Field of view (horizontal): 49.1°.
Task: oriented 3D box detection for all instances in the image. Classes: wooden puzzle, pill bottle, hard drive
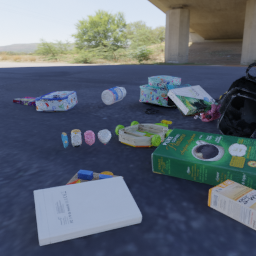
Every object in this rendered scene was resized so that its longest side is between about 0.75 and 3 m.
[{"bbox_3d":[-0.822,1.236,6.315,1.152,0.288,1.244,5,17,16],"label":"wooden puzzle"},{"bbox_3d":[-0.706,-1.765,14.938,0.783,0.783,1.396,10,23,30],"label":"pill bottle"},{"bbox_3d":[-0.780,1.459,5.215,1.771,0.236,1.168,-6,31,-20],"label":"hard drive"}]

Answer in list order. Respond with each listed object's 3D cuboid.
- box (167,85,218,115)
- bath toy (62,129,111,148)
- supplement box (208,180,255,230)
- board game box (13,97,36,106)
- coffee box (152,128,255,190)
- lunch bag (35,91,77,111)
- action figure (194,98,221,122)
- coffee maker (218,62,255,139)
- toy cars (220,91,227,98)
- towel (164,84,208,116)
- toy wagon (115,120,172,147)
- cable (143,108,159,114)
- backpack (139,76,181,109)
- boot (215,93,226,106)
[{"bbox_3d":[3.020,-1.335,13.037,2.013,0.366,1.453,-14,53,-33],"label":"box"},{"bbox_3d":[-1.268,0.321,8.682,1.493,0.552,0.649,-4,55,-6],"label":"bath toy"},{"bbox_3d":[2.203,1.441,5.384,0.690,0.403,1.095,-14,22,-37],"label":"supplement box"},{"bbox_3d":[-5.643,-1.543,16.027,1.703,0.275,1.022,11,15,33],"label":"board game box"},{"bbox_3d":[2.166,0.744,7.065,2.754,0.606,1.693,8,28,26],"label":"coffee box"},{"bbox_3d":[-3.729,-1.419,14.542,1.794,0.846,2.238,1,15,10],"label":"lunch bag"},{"bbox_3d":[3.656,-0.521,11.883,1.648,1.104,1.227,-19,57,-39],"label":"action figure"},{"bbox_3d":[4.175,-1.010,10.075,1.750,2.495,2.598,3,16,21],"label":"coffee maker"},{"bbox_3d":[6.684,-1.953,16.959,2.183,0.483,0.978,3,17,10],"label":"toy cars"},{"bbox_3d":[2.810,-1.365,13.346,1.559,0.231,2.126,-4,48,-25],"label":"towel"},{"bbox_3d":[0.751,0.144,9.813,1.757,0.448,2.265,15,21,41],"label":"toy wagon"},{"bbox_3d":[1.152,-0.802,13.556,0.701,0.218,0.860,-3,11,-26],"label":"cable"},{"bbox_3d":[1.753,-1.939,15.020,2.273,1.711,2.018,5,16,34],"label":"backpack"},{"bbox_3d":[5.284,-1.203,14.294,1.317,0.698,2.001,18,35,39],"label":"boot"}]
